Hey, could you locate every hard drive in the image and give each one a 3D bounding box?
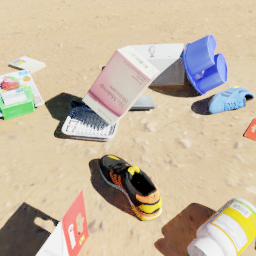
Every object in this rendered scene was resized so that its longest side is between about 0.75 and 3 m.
[{"bbox_3d":[0.362,-1.030,11.338,1.287,0.212,0.898,-1,32,-6],"label":"hard drive"}]

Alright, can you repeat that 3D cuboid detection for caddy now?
[{"bbox_3d":[3.225,-2.711,12.152,1.506,2.028,2.869,-21,27,33],"label":"caddy"}]

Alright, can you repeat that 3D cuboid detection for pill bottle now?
[{"bbox_3d":[2.243,2.500,6.527,1.764,0.980,0.980,-28,46,-30],"label":"pill bottle"}]

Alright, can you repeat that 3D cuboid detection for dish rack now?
[{"bbox_3d":[-1.286,-0.101,10.203,1.911,0.416,1.640,5,38,6],"label":"dish rack"}]

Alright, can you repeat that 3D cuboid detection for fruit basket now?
[{"bbox_3d":[-4.684,-1.473,11.164,2.056,1.040,2.219,-19,63,-22],"label":"fruit basket"}]

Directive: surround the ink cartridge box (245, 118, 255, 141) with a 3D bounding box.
[{"bbox_3d":[5.236,0.114,9.941,1.711,0.429,1.387,26,45,25],"label":"ink cartridge box"}]

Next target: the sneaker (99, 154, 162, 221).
[{"bbox_3d":[0.044,1.318,7.837,0.907,1.168,2.595,-24,45,-26],"label":"sneaker"}]

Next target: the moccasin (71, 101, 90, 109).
[{"bbox_3d":[-1.839,-0.849,11.174,1.024,0.349,0.412,10,40,13],"label":"moccasin"}]

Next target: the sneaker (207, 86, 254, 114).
[{"bbox_3d":[4.104,-1.055,11.106,2.247,0.741,0.881,-24,43,-28],"label":"sneaker"}]

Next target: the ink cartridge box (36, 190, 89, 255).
[{"bbox_3d":[-1.227,2.734,5.480,0.599,1.925,2.392,18,42,19],"label":"ink cartridge box"}]

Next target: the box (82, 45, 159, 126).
[{"bbox_3d":[-0.251,-1.415,9.406,1.419,2.220,1.209,41,29,0],"label":"box"}]

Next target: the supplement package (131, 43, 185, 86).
[{"bbox_3d":[1.312,-2.850,12.647,2.394,1.404,1.399,-1,43,6],"label":"supplement package"}]

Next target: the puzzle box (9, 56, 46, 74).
[{"bbox_3d":[-5.113,-3.204,14.205,1.564,0.199,1.040,22,44,25],"label":"puzzle box"}]
